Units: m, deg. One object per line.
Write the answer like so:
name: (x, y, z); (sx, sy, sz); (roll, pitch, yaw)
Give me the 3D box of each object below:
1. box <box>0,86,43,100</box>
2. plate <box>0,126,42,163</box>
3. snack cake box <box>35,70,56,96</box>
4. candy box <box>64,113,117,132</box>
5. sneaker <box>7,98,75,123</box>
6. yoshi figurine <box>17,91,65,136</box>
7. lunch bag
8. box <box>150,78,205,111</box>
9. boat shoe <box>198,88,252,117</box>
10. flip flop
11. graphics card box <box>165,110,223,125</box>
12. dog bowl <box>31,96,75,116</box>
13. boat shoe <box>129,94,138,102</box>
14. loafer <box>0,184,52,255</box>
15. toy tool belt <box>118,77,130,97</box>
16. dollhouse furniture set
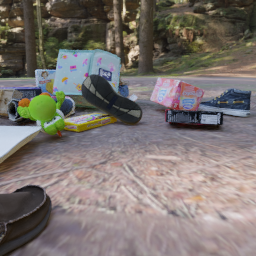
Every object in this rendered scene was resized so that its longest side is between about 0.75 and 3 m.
box: (-4.709, -1.294, 12.334); (1.861, 0.971, 1.377); (-5, 13, -20)
plate: (-3.474, 0.402, 6.048); (2.540, 0.411, 2.545); (1, 12, 0)
snack cake box: (-3.068, -2.096, 14.193); (2.966, 1.706, 0.997); (-6, 12, -21)
candy box: (-1.326, -0.218, 9.147); (1.006, 0.260, 1.968); (6, 13, 32)
sneaker: (-2.987, -0.633, 9.433); (2.118, 0.805, 1.530); (-7, 0, 12)
yoshi figurine: (-2.365, -0.567, 7.752); (1.258, 1.263, 2.247); (23, 5, -35)
lunch bag: (-1.738, -2.189, 12.525); (2.777, 2.365, 1.693); (2, -19, 5)
box: (1.926, -1.319, 11.452); (1.179, 1.087, 2.297); (19, 7, -19)
boat shoe: (3.791, -1.100, 11.216); (2.245, 1.019, 0.794); (12, 10, 38)
flip flop: (-0.579, -0.921, 9.647); (2.518, 1.021, 0.725); (33, -8, 13)
graphics card box: (2.079, -0.327, 8.854); (1.727, 0.439, 1.083); (2, 0, 13)
dog bowl: (-3.037, -0.860, 11.085); (1.835, 0.677, 1.835); (0, 13, 0)
boat shoe: (0.002, -1.104, 11.966); (0.909, 0.311, 0.327); (-42, -12, -6)
loafer: (-1.434, 0.973, 2.952); (0.663, 0.644, 1.815); (4, 13, 17)
toy tool belt: (-0.467, -1.841, 13.805); (1.300, 1.321, 2.116); (-1, 18, 33)
dollhouse furniture set: (-5.199, -1.244, 9.726); (1.567, 2.212, 2.408); (5, -12, 26)
